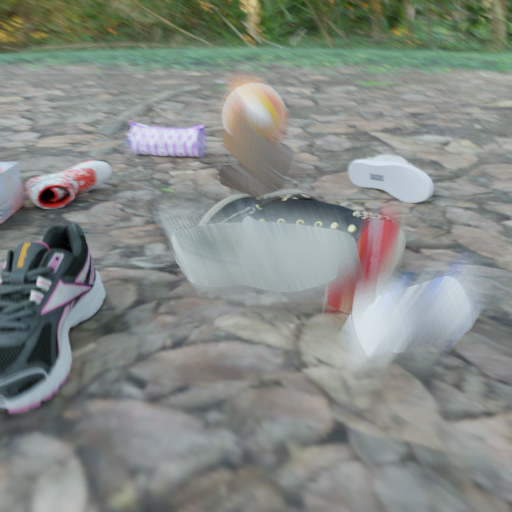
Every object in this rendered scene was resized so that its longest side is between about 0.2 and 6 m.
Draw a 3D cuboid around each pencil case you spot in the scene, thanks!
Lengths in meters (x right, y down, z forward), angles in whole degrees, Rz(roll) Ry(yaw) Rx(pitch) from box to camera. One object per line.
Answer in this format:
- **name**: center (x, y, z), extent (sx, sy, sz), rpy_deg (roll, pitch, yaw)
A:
- **pencil case**: center (-2.369, -3.100, 14.968), extent (2.045, 0.874, 0.858), rpy_deg (5, 20, 8)

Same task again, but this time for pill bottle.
- **pill bottle**: center (1.433, 0.577, 5.226), extent (0.979, 0.557, 0.557), rpy_deg (-16, 27, -4)

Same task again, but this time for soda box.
- **soda box**: center (-5.218, -0.928, 10.213), extent (0.874, 0.940, 2.749), rpy_deg (0, 25, 0)

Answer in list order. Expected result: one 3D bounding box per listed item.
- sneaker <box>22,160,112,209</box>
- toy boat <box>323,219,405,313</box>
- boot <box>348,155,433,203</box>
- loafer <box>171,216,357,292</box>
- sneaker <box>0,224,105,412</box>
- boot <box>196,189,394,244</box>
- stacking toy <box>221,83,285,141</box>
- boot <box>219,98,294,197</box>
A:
- **sneaker**: center (-3.820, -1.476, 11.781), extent (1.932, 0.645, 1.035), rpy_deg (-18, 32, -27)
- **toy boat**: center (1.081, 0.043, 6.278), extent (0.752, 1.150, 0.751), rpy_deg (29, 1, -11)
- **boot**: center (3.150, -1.812, 12.240), extent (1.065, 0.820, 2.229), rpy_deg (-24, 33, -30)
- **loafer**: center (0.023, -0.051, 5.798), extent (2.003, 0.699, 0.701), rpy_deg (-5, 49, 24)
- **sneaker**: center (-2.743, 0.538, 6.665), extent (1.218, 1.309, 3.032), rpy_deg (-2, 26, 0)
- **boot**: center (0.649, -0.293, 8.821), extent (2.177, 1.058, 2.891), rpy_deg (20, 26, 38)
- **stacking toy**: center (-0.044, -3.003, 11.774), extent (1.448, 1.448, 1.982), rpy_deg (-1, 10, -1)
- **boot**: center (0.055, -1.514, 8.004), extent (1.046, 1.431, 0.503), rpy_deg (-3, 38, -26)
